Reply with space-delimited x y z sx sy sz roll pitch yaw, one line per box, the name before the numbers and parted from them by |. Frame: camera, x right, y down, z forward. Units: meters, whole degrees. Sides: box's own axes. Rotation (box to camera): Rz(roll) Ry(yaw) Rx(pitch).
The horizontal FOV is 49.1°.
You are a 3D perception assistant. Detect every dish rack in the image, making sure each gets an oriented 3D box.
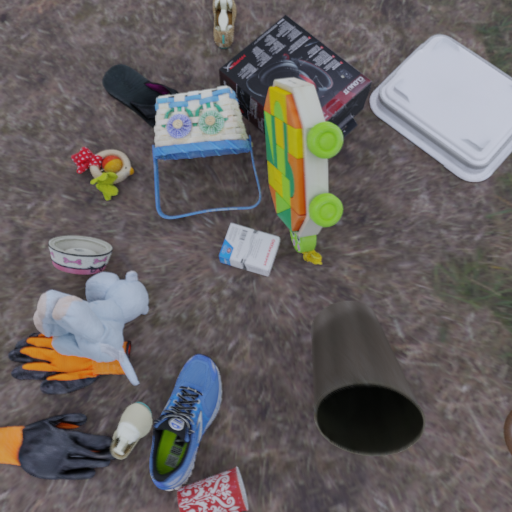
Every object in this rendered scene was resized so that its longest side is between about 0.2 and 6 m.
dish rack | 4.508 -3.491 12.530 3.241 0.705 2.781 41 76 14

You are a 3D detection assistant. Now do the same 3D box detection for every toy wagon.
toy wagon | 0.805 -1.434 10.535 0.702 3.548 2.753 -9 25 -11

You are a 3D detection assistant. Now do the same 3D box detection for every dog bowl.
dog bowl | -3.475 -0.010 11.056 1.214 1.214 0.448 12 107 4

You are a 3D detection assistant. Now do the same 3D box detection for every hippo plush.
hippo plush | -2.816 0.930 10.303 2.154 1.716 1.732 14 50 24

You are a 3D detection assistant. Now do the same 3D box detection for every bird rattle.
bird rattle | -3.264 -1.881 12.095 1.078 0.745 1.322 -28 59 -22

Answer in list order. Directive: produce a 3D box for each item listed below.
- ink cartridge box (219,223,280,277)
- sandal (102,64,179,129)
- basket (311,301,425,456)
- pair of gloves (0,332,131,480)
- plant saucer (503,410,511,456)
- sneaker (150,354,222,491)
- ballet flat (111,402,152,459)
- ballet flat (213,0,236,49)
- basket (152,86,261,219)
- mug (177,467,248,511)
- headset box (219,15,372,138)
ink cartridge box | -0.128 -0.117 11.417 1.065 0.449 0.777 17 71 6
sandal | -2.318 -3.464 12.473 2.701 0.646 1.015 29 80 9
basket | 1.737 1.969 9.679 2.029 2.250 1.530 37 115 -24
pair of gloves | -3.640 2.727 10.460 2.409 0.334 2.704 4 71 1
plant saucer | 5.237 3.317 10.298 1.285 0.235 1.285 0 70 -1
sneaker | -1.248 2.916 9.971 0.953 1.082 2.427 13 69 6
ballet flat | -2.188 3.068 9.620 0.547 1.575 0.547 14 47 -15
ballet flat | -0.752 -5.793 13.420 0.594 0.550 1.686 -4 70 -4
basket | -1.131 -2.089 11.534 2.199 1.735 2.494 -8 101 3
mug | -0.732 4.300 9.687 1.101 0.734 0.977 -15 70 -3
headset box | 0.931 -3.568 12.326 2.877 1.079 2.138 42 75 14
